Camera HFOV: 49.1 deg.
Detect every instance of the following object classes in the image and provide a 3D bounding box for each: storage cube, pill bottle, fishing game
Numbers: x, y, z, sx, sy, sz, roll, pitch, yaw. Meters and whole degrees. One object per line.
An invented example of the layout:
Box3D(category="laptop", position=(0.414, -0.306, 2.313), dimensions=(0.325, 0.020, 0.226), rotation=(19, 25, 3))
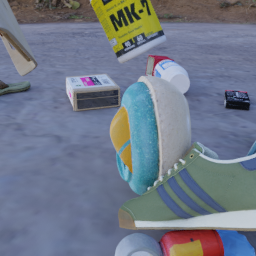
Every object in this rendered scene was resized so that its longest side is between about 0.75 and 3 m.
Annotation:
Box3D(category="storage cube", position=(1.421, -2.744, 12.700), dimensions=(0.952, 1.059, 0.905), rotation=(0, 23, -16))
Box3D(category="pill bottle", position=(-0.111, -2.884, 6.785), dimensions=(1.317, 2.304, 1.317), rotation=(-26, 12, 6))
Box3D(category="pill bottle", position=(1.703, -1.935, 10.841), dimensions=(1.091, 1.091, 1.945), rotation=(-3, 25, -6))
Box3D(category="fishing game", position=(1.145, 1.766, 3.868), dimensions=(1.139, 0.247, 1.591), rotation=(-3, 29, 13))

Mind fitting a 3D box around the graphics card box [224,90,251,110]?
Box3D(category="graphics card box", position=(3.757, -0.982, 9.694), dimensions=(0.780, 0.316, 1.243), rotation=(7, 24, 13))

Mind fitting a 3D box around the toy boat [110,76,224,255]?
Box3D(category="toy boat", position=(0.297, 0.671, 4.237), dimensions=(1.365, 2.469, 2.937), rotation=(-8, 54, -7))

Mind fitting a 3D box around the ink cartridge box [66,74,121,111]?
Box3D(category="ink cartridge box", position=(-1.280, -1.323, 9.941), dimensions=(1.601, 0.730, 1.943), rotation=(-7, 27, -18))

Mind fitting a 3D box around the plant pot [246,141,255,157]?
Box3D(category="plant pot", position=(2.878, 0.760, 4.264), dimensions=(1.838, 1.957, 1.957), rotation=(34, 39, 29))

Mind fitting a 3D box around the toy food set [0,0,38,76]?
Box3D(category="toy food set", position=(-2.700, -2.162, 5.326), dimensions=(0.790, 1.877, 2.615), rotation=(-26, -1, -5))

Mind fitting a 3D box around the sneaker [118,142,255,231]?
Box3D(category="sneaker", position=(0.901, 0.741, 3.684), dimensions=(2.423, 1.088, 0.813), rotation=(-14, -16, 34))

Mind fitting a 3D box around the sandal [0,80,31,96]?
Box3D(category="sandal", position=(-4.912, -1.643, 10.716), dimensions=(2.296, 0.655, 0.912), rotation=(-21, 32, -38))
